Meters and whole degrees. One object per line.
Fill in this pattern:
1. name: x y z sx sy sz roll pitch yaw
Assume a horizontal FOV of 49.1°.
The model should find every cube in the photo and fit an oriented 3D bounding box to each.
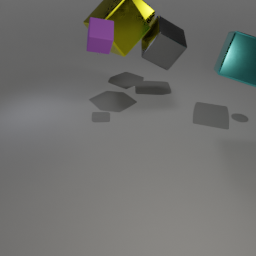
1. cube: -0.389 -3.530 9.611 1.400 1.400 1.400 -49 39 -4
2. cube: 3.832 -2.305 9.300 1.400 1.400 1.400 20 20 4
3. cube: 0.196 -4.720 12.202 1.400 1.400 1.400 44 1 5
4. cube: -0.827 -2.708 8.269 0.700 0.700 0.700 5 68 -13
5. cube: 1.515 -3.649 12.094 1.400 1.400 1.400 22 45 -21
